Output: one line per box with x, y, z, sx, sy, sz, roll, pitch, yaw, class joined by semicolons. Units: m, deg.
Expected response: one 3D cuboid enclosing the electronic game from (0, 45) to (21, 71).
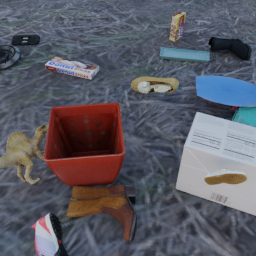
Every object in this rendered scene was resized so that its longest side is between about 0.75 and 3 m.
-5.372;-2.990;11.878;1.625;0.338;1.625;-2;52;2;electronic game

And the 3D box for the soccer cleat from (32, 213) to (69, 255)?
-1.709;2.724;6.144;0.610;0.569;1.668;-29;51;3;soccer cleat

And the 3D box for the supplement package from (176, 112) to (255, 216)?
2.552;0.913;6.964;2.306;1.796;1.279;17;47;16;supplement package

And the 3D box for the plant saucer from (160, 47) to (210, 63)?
2.453;-3.158;12.173;2.104;0.200;0.736;7;46;8;plant saucer

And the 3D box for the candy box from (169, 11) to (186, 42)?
2.300;-4.703;13.007;0.331;1.173;0.684;32;53;28;candy box

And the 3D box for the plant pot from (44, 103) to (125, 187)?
-1.053;0.573;7.442;1.832;1.616;1.834;-4;46;-4;plant pot

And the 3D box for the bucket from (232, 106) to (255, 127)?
3.886;-0.137;8.708;1.276;0.830;1.276;1;45;-1;bucket

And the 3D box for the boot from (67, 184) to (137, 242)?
-0.641;2.007;6.755;1.691;0.579;1.592;-2;45;-1;boot

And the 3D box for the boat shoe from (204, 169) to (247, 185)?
1.967;0.949;5.647;0.837;0.296;0.290;-10;26;35;boat shoe

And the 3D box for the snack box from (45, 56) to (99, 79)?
-2.275;-2.468;11.429;2.073;0.252;0.745;15;47;14;snack box

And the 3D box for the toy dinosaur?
-2.765;0.785;7.230;0.760;1.320;2.610;-14;17;29;toy dinosaur

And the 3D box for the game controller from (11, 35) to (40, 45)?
-4.795;-4.119;13.131;1.286;0.271;0.671;-3;60;-2;game controller

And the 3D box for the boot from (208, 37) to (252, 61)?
4.330;-3.433;12.089;1.433;0.651;1.706;0;38;-5;boot

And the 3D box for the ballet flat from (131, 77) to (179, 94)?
0.880;-1.493;9.930;1.813;0.622;0.572;-1;34;24;ballet flat

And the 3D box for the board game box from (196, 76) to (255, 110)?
3.389;-1.104;9.673;2.140;0.527;2.709;9;30;7;board game box
